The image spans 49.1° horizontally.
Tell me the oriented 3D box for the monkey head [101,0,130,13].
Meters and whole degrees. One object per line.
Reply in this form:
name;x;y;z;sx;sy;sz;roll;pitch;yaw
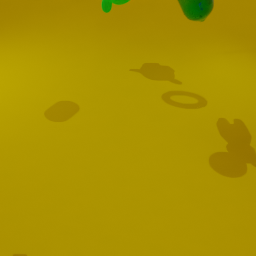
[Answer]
monkey head;-0.364;-4.547;8.610;1.391;1.934;1.165;19;59;-31

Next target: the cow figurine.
cow figurine;1.315;-2.858;5.679;0.915;1.667;1.641;-20;36;17
